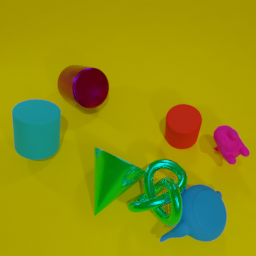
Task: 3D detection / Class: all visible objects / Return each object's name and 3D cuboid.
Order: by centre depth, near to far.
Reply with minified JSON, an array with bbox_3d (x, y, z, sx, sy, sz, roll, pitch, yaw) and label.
[{"bbox_3d":[0.719,1.289,5.973,1.461,0.675,1.367,-8,48,49],"label":"knot shape"},{"bbox_3d":[1.454,1.869,6.043,1.871,0.916,1.163,-28,84,-34],"label":"teapot"},{"bbox_3d":[-0.463,1.390,6.566,1.422,1.422,1.427,23,82,17],"label":"cone"},{"bbox_3d":[2.478,0.364,6.984,0.694,1.264,1.244,-33,24,9],"label":"cow figurine"},{"bbox_3d":[-2.311,0.026,7.134,1.139,1.139,1.139,8,34,-5],"label":"cylinder"},{"bbox_3d":[1.453,-0.023,7.461,0.909,0.909,0.909,-3,59,4],"label":"cylinder"},{"bbox_3d":[-1.305,-1.218,8.120,1.138,1.138,1.138,-33,31,-24],"label":"cylinder"}]
